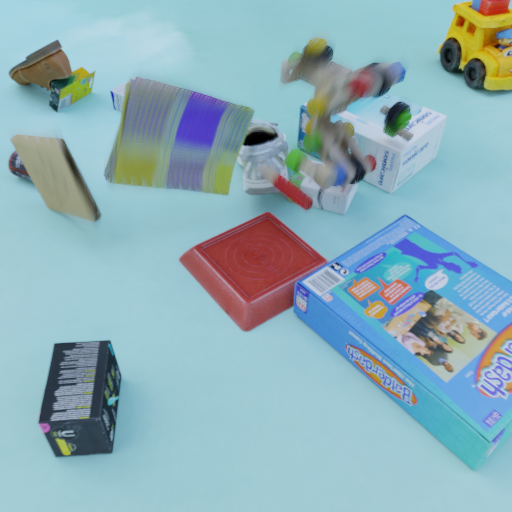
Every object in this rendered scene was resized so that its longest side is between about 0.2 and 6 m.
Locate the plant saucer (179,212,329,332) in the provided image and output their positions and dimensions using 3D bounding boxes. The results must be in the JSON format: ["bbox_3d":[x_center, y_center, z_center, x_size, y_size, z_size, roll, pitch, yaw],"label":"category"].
[{"bbox_3d":[0.048,0.078,8.802,1.919,0.352,1.916,-26,49,-26],"label":"plant saucer"}]

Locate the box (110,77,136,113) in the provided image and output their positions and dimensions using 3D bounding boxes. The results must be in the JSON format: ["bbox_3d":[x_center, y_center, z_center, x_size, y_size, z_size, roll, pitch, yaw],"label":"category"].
[{"bbox_3d":[-2.621,-3.514,12.484,0.903,0.474,0.830,28,51,26],"label":"box"}]

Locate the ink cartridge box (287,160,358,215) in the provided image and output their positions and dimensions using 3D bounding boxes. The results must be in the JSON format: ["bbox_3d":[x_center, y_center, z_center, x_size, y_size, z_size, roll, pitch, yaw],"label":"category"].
[{"bbox_3d":[1.210,-1.254,10.095,1.110,0.467,0.810,17,48,17],"label":"ink cartridge box"}]

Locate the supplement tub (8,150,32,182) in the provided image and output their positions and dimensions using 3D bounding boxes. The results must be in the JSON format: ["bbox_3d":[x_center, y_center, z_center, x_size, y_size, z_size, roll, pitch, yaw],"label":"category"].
[{"bbox_3d":[-4.072,-1.620,10.449,1.016,0.543,0.543,21,47,19],"label":"supplement tub"}]

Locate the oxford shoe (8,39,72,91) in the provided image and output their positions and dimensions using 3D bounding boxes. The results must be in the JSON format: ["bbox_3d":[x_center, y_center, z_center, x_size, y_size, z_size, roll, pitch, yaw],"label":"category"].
[{"bbox_3d":[-4.857,-4.069,12.597,0.886,0.885,2.484,-43,29,-26],"label":"oxford shoe"}]

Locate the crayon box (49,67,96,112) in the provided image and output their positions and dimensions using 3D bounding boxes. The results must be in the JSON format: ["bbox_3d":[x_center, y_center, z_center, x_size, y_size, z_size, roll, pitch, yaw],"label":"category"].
[{"bbox_3d":[-4.122,-3.768,12.569,0.284,0.711,1.120,40,51,3],"label":"crayon box"}]

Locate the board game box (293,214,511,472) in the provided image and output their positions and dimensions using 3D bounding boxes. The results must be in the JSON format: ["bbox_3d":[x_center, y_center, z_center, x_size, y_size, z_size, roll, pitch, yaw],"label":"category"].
[{"bbox_3d":[2.434,0.918,7.635,2.398,0.709,3.153,-29,51,-27],"label":"board game box"}]

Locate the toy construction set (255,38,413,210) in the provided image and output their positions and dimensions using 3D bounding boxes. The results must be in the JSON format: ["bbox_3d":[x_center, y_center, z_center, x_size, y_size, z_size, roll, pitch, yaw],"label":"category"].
[{"bbox_3d":[0.960,-2.187,8.969,2.559,2.134,1.966,-44,62,-10],"label":"toy construction set"}]

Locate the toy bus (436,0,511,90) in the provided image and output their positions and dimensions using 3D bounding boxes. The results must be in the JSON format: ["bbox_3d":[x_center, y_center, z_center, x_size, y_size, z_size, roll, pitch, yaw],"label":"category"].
[{"bbox_3d":[5.558,-5.239,13.122,1.513,2.140,2.229,-13,47,-16],"label":"toy bus"}]

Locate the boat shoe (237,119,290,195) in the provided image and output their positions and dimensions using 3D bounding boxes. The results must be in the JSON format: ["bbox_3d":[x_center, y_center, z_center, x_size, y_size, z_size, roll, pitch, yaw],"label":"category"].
[{"bbox_3d":[0.087,-2.045,10.351,1.054,0.917,2.860,-6,30,5],"label":"boat shoe"}]

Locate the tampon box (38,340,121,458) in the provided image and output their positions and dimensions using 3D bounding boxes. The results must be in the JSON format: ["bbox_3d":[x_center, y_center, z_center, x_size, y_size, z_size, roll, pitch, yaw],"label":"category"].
[{"bbox_3d":[-2.080,1.703,6.722,0.700,0.831,1.108,-3,44,-3],"label":"tampon box"}]

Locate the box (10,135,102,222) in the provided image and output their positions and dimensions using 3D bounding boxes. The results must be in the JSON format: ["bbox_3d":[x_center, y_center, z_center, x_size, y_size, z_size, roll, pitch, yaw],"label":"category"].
[{"bbox_3d":[-3.277,-1.291,9.110,1.698,1.388,0.181,15,45,44],"label":"box"}]

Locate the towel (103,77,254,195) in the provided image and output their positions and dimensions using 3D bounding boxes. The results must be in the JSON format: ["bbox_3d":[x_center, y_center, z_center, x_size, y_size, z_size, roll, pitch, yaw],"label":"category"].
[{"bbox_3d":[-1.113,-1.679,8.382,2.197,1.578,0.250,3,30,-37],"label":"towel"}]

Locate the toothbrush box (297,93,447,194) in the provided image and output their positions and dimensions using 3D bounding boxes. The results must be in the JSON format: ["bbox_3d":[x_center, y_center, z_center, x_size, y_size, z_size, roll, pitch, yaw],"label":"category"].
[{"bbox_3d":[2.216,-2.418,10.952,2.307,0.984,1.689,31,52,29],"label":"toothbrush box"}]
